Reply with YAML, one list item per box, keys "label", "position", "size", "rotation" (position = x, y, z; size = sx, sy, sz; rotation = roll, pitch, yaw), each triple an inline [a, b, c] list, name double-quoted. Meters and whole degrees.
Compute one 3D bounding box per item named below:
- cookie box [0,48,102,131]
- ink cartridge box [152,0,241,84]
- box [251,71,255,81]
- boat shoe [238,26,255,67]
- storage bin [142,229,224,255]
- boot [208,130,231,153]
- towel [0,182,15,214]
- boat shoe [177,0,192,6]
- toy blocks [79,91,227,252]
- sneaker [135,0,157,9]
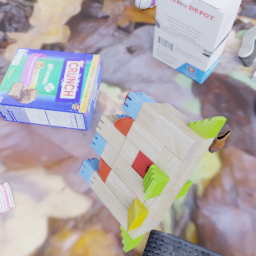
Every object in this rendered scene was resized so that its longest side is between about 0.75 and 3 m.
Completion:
- label: "cookie box"
  position: [-2.335, -1.259, 8.704]
  size: [2.691, 1.011, 2.302]
  rotation: [6, 59, 3]
- label: "ink cartridge box"
  position: [1.989, -3.110, 8.692]
  size: [2.111, 2.891, 1.219]
  rotation: [36, 66, 19]
- label: "box"
  position: [5.017, -1.739, 9.424]
  size: [1.354, 0.279, 1.055]
  rotation: [32, 65, 18]
- label: "boat shoe"
  position: [4.438, -2.954, 10.046]
  size: [0.661, 0.564, 1.978]
  rotation: [2, 48, 43]
- label: "storage bin"
  position: [1.409, 3.181, 5.783]
  size: [2.439, 1.649, 1.143]
  rotation: [20, 62, 11]
- label: "boot"
  position: [2.686, 0.267, 7.890]
  size: [0.861, 0.915, 0.313]
  rotation: [-25, 63, -14]
- label: "towel"
  position: [-3.558, 1.956, 7.358]
  size: [1.021, 0.153, 0.747]
  rotation: [-25, 64, -14]
- label: "boat shoe"
  position: [0.800, -2.516, 5.014]
  size: [0.828, 0.289, 0.294]
  rotation: [40, 77, -20]
- label: "toy blocks"
  position: [0.129, 0.486, 5.109]
  size: [1.406, 2.813, 1.923]
  rotation: [-5, 39, -48]
- label: "sneaker"
  position: [1.733, -5.344, 11.091]
  size: [2.893, 1.049, 1.650]
  rotation: [-40, 71, -20]
